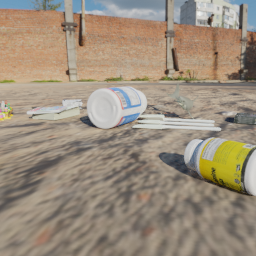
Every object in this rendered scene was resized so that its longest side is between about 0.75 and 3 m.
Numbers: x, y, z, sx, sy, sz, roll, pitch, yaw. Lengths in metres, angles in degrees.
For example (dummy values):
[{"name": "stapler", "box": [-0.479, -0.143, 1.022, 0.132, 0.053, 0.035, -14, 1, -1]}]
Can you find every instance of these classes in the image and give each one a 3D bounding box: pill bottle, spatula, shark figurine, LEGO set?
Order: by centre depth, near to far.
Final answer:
[{"name": "pill bottle", "box": [1.654, 0.586, 4.743, 0.762, 0.762, 1.356, -9, 13, -37]}, {"name": "spatula", "box": [1.736, -0.216, 10.137, 2.915, 0.234, 2.027, 2, 11, 10]}, {"name": "pill bottle", "box": [-0.266, -0.808, 10.192, 1.372, 1.372, 2.445, 6, 12, 28]}, {"name": "LEGO set", "box": [-5.384, -0.858, 11.336, 1.232, 0.996, 2.677, 4, 12, 19]}, {"name": "shark figurine", "box": [2.444, -1.162, 11.512, 0.892, 1.278, 2.139, -43, 14, 9]}]

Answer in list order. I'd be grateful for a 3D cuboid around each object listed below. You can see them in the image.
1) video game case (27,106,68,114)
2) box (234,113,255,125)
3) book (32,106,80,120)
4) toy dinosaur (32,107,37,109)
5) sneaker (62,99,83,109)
[{"name": "video game case", "box": [-3.272, -0.734, 11.420, 1.357, 0.118, 0.971, -3, 13, 8]}, {"name": "box", "box": [4.756, -0.343, 10.583, 1.304, 0.284, 1.045, 5, 13, 25]}, {"name": "book", "box": [-3.022, -0.618, 11.905, 1.141, 0.410, 1.708, 3, 13, 25]}, {"name": "toy dinosaur", "box": [-4.500, -0.931, 13.782, 0.865, 0.205, 0.381, 7, -1, 31]}, {"name": "sneaker", "box": [-2.785, -1.197, 14.140, 0.851, 0.556, 1.480, -3, 8, 1]}]
